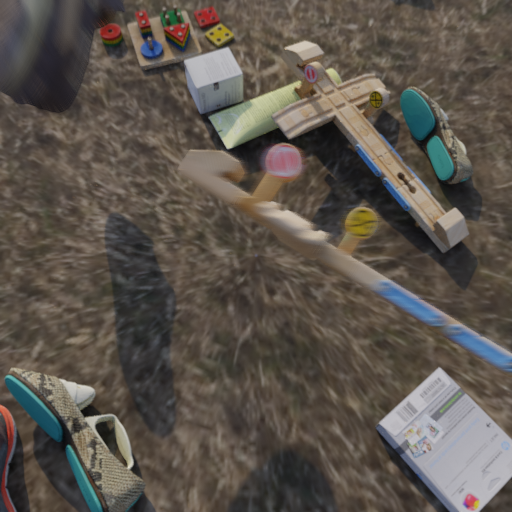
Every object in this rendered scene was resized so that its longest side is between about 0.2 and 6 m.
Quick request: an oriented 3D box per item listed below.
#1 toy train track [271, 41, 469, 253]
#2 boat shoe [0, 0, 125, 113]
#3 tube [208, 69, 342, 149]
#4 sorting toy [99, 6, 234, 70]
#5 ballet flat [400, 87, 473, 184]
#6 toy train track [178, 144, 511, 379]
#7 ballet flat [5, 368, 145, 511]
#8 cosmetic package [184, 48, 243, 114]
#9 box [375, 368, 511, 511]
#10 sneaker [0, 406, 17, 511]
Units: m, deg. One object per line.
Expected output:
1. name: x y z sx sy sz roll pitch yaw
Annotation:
1. toy train track: 1.901 -1.929 8.835 2.419 0.686 4.217 -30 77 -29
2. boat shoe: -2.149 -2.988 6.239 1.172 1.154 3.148 2 70 37
3. tube: 0.377 -2.555 9.694 2.303 0.668 0.598 -24 106 -9
4. sorting toy: -1.673 -4.202 10.561 2.437 0.412 1.175 -16 65 -8
5. ballet flat: 3.071 -2.023 9.432 0.705 0.635 1.873 -9 67 -30
6. toy train track: 1.237 0.070 4.962 4.139 2.374 0.673 33 91 6
7. ballet flat: -2.250 2.246 7.224 0.877 0.790 2.330 -30 70 -39
8. cosmetic package: -0.737 -3.063 9.826 0.839 0.692 0.692 -21 66 -9
9. box: 2.521 2.422 7.286 1.190 0.314 1.526 -37 68 -16
10. sneaker: -3.418 2.934 6.633 0.953 1.012 2.472 -14 64 -7
